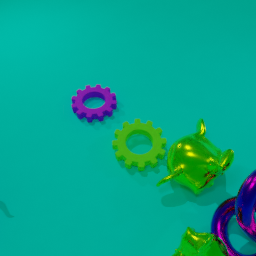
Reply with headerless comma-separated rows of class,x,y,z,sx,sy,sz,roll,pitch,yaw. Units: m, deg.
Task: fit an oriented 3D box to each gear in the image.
gear,-0.916,-0.689,7.609,1.212,0.224,1.212,0,52,0
gear,0.265,0.375,6.617,1.256,0.232,1.256,1,59,-1

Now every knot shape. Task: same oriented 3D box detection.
knot shape,2.378,1.752,4.971,2.048,1.917,0.946,57,24,1

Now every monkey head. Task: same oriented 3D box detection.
monkey head,1.195,2.255,4.758,1.018,1.416,0.853,-36,33,-25
monkey head,1.461,0.619,5.855,1.167,1.393,1.936,35,66,6
